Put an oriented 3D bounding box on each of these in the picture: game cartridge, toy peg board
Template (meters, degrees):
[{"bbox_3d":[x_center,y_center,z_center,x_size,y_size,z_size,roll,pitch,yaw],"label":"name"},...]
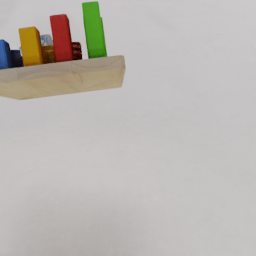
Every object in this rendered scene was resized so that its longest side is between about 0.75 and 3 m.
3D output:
[{"bbox_3d":[-2.400,-2.116,7.536,0.199,0.657,0.985,14,44,42],"label":"game cartridge"},{"bbox_3d":[-1.488,-1.472,5.876,2.657,1.305,2.668,-7,1,-3],"label":"toy peg board"}]
